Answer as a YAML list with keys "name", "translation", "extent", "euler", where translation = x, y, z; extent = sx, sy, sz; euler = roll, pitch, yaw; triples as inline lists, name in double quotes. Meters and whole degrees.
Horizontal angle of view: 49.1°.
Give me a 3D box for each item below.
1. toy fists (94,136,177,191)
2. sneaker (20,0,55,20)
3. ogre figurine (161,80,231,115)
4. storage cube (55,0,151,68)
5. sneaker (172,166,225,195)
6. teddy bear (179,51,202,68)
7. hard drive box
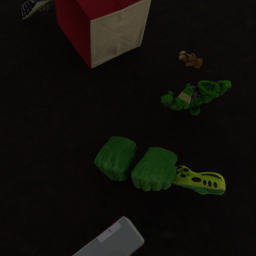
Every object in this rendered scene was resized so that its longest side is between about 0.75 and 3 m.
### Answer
- name: "toy fists"
  translation: [0.176, 1.019, 7.505]
  extent: [2.238, 0.770, 1.141]
  euler: [16, 46, 20]
- name: "sneaker"
  translation: [-3.213, -4.517, 10.341]
  extent: [1.907, 0.772, 0.704]
  euler: [-19, 77, 26]
- name: "ogre figurine"
  translation: [1.972, -0.932, 8.340]
  extent: [1.932, 1.158, 0.948]
  euler: [-33, 80, -1]
- name: "storage cube"
  translation: [-0.887, -3.776, 9.144]
  extent: [2.182, 2.553, 2.295]
  euler: [-29, 71, -19]
- name: "sneaker"
  translation: [1.731, 1.442, 7.291]
  extent: [1.615, 0.675, 0.598]
  euler: [8, 47, 43]
- name: "teddy bear"
  translation: [2.094, -2.304, 9.483]
  extent: [0.837, 0.280, 0.607]
  euler: [10, 52, -18]
- name: "hard drive box"
  translation: [-0.360, 2.673, 6.197]
  extent: [1.363, 1.749, 0.672]
  euler: [-35, 72, -10]
